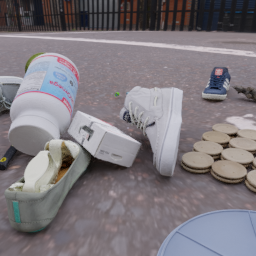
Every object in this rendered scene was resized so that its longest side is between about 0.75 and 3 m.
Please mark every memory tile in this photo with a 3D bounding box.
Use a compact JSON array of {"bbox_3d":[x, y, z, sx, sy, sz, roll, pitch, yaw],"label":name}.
[{"bbox_3d":[2.478,0.543,6.175,1.991,0.218,2.598,15,28,31],"label":"memory tile"}]

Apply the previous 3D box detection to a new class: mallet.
[{"bbox_3d":[-2.672,0.293,6.608,0.711,0.444,2.159,2,27,6],"label":"mallet"}]

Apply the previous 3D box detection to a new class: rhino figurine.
[{"bbox_3d":[4.370,-1.234,9.904,1.477,0.442,0.646,26,17,33],"label":"rhino figurine"}]

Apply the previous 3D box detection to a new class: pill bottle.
[{"bbox_3d":[-1.960,-0.599,6.656,1.331,1.331,2.448,0,47,0],"label":"pill bottle"}]

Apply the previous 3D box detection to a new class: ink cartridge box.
[{"bbox_3d":[-0.524,0.216,5.982,1.001,0.565,1.364,22,6,-39],"label":"ink cartridge box"}]

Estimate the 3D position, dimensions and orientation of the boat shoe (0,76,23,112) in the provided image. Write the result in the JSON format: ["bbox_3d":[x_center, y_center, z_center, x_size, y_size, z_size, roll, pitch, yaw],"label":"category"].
[{"bbox_3d":[-4.409,-0.812,8.407,2.928,1.079,0.939,-13,32,-19],"label":"boat shoe"}]

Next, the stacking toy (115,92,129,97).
[{"bbox_3d":[0.133,-1.133,10.148,0.840,0.262,1.115,-12,24,-31],"label":"stacking toy"}]

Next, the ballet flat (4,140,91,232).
[{"bbox_3d":[-1.277,0.670,5.009,0.901,0.852,2.673,-2,22,8],"label":"ballet flat"}]

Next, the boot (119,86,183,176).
[{"bbox_3d":[0.463,-0.073,6.215,1.369,1.054,2.865,7,32,8],"label":"boot"}]

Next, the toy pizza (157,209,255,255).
[{"bbox_3d":[1.506,1.779,3.010,2.470,0.391,2.470,-1,22,0],"label":"toy pizza"}]

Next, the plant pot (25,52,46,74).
[{"bbox_3d":[-3.311,-2.199,11.517,1.412,1.412,1.341,-16,40,-33],"label":"plant pot"}]

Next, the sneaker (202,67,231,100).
[{"bbox_3d":[3.385,-1.764,10.619,0.897,1.011,2.393,9,25,21],"label":"sneaker"}]
